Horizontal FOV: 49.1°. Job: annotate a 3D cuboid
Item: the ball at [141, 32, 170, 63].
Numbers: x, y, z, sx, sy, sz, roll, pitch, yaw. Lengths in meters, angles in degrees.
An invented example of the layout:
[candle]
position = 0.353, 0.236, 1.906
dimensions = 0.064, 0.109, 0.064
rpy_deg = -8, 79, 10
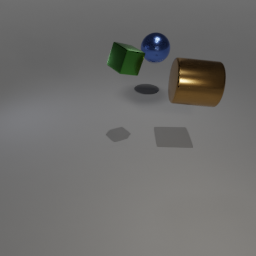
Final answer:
[ball]
position = 1.297, -3.783, 13.247
dimensions = 1.400, 1.400, 1.400
rpy_deg = 0, 30, 0

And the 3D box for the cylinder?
[cylinder]
position = 2.067, -1.396, 8.627
dimensions = 1.400, 1.400, 1.400
rpy_deg = 5, 30, -3

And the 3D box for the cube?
[cube]
position = -0.061, -1.975, 8.033
dimensions = 0.700, 0.700, 0.700
rpy_deg = -3, 33, -41
